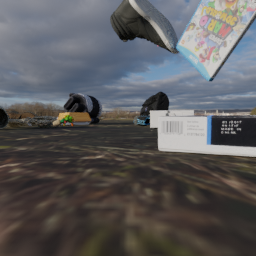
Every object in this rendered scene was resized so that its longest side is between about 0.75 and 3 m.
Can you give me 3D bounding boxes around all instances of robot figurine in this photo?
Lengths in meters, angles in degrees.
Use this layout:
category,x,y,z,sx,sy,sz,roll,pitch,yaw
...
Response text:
category,x,y,z,sx,sy,sz,roll,pitch,yaw
robot figurine,-2.857,-1.269,18.031,1.733,2.087,2.778,-4,-2,27

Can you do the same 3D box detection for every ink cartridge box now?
category,x,y,z,sx,sy,sz,roll,pitch,yaw
ink cartridge box,1.562,-0.315,10.130,1.512,0.633,1.097,0,2,6
ink cartridge box,1.302,0.032,3.682,1.086,0.428,2.185,0,1,28

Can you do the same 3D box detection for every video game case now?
category,x,y,z,sx,sy,sz,roll,pitch,yaw
video game case,2.701,-3.145,8.598,0.248,2.790,1.997,-4,48,-35

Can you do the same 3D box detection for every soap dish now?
category,x,y,z,sx,sy,sz,roll,pitch,yaw
soap dish,-2.923,-0.509,15.094,1.318,0.681,1.676,-1,2,-34

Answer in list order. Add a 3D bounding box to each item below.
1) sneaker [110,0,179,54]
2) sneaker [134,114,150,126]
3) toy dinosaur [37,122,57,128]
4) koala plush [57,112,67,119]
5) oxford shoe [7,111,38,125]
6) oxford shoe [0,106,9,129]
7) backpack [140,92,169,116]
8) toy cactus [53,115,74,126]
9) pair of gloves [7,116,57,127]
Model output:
category,x,y,z,sx,sy,sz,roll,pitch,yaw
sneaker,0.586,-3.420,9.938,1.438,1.025,2.900,-22,-40,38
sneaker,1.039,-0.323,12.775,1.616,0.591,0.662,-13,18,-39
toy dinosaur,-2.937,-0.081,10.258,0.751,0.178,0.331,-1,17,-18
koala plush,-4.200,-0.580,17.890,0.844,0.775,0.748,-13,4,-9
oxford shoe,-5.113,-0.362,13.291,1.988,0.722,0.839,1,22,23
oxford shoe,-4.683,-0.343,8.336,0.759,0.988,2.627,26,14,27
backpack,1.725,-1.192,18.520,1.949,2.068,2.535,21,-9,-28
toy cactus,-3.001,-0.281,13.015,0.930,0.576,1.127,-20,11,-18
pair of gloves,-3.772,-0.216,10.520,1.912,0.335,1.626,-4,0,-3
